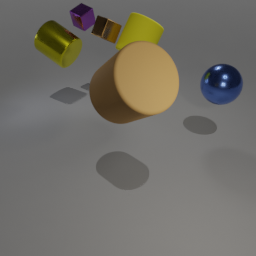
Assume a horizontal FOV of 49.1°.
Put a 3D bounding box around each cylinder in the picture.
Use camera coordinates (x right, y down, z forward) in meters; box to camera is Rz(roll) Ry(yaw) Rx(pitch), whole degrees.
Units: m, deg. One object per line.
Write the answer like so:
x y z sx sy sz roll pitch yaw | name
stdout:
0.431 -3.360 10.560 1.400 1.400 1.400 25 9 -5 | cylinder
0.079 -0.857 5.736 1.400 1.400 1.400 -18 2 -27 | cylinder
-2.839 -3.423 11.485 1.400 1.400 1.400 36 40 6 | cylinder

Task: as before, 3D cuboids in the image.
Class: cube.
-1.855 -4.561 11.525 0.700 0.700 0.700 34 66 25 | cube
-0.793 -3.609 10.276 0.700 0.700 0.700 8 20 -46 | cube

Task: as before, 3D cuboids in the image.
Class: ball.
3.203 -1.495 9.632 1.400 1.400 1.400 0 32 0 | ball
